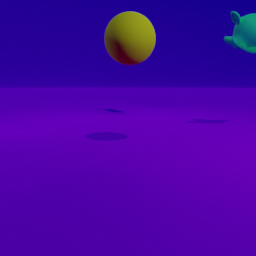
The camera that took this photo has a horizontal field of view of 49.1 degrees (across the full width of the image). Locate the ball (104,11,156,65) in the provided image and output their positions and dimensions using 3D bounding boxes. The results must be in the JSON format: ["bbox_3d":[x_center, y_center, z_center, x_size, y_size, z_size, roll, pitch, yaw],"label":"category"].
[{"bbox_3d":[0.041,-1.911,6.022,1.099,1.099,1.099,0,9,0],"label":"ball"}]

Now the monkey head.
[{"bbox_3d":[3.640,-2.962,8.638,1.831,1.103,1.317,8,22,-25],"label":"monkey head"}]
